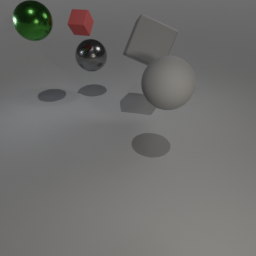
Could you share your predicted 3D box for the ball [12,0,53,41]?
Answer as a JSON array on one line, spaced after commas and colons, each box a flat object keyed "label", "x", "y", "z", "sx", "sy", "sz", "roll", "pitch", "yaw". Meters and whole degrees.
[{"label": "ball", "x": -3.467, "y": -3.905, "z": 10.231, "sx": 1.400, "sy": 1.400, "sz": 1.400, "roll": 0, "pitch": 31, "yaw": 0}]

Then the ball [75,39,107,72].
[{"label": "ball", "x": -1.624, "y": -3.204, "z": 12.371, "sx": 1.400, "sy": 1.400, "sz": 1.400, "roll": 0, "pitch": 31, "yaw": 0}]

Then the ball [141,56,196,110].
[{"label": "ball", "x": 1.045, "y": -1.166, "z": 7.307, "sx": 1.400, "sy": 1.400, "sz": 1.400, "roll": 0, "pitch": 31, "yaw": 0}]

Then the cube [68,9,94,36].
[{"label": "cube", "x": -1.831, "y": -4.104, "z": 10.911, "sx": 0.700, "sy": 0.700, "sz": 0.700, "roll": 9, "pitch": 76, "yaw": 14}]

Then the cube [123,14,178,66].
[{"label": "cube", "x": 0.753, "y": -3.042, "z": 10.094, "sx": 1.400, "sy": 1.400, "sz": 1.400, "roll": 21, "pitch": 11, "yaw": -9}]
